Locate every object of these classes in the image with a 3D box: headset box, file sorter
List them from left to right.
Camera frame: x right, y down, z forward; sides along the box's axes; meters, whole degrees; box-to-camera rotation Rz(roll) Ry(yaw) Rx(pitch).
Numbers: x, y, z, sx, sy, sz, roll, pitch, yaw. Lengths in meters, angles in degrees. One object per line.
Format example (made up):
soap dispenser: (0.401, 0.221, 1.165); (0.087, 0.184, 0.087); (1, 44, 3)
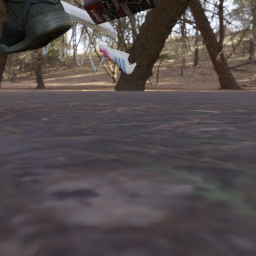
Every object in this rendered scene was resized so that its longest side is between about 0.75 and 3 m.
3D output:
file sorter: (-1.820, -2.870, 8.532); (2.357, 1.468, 1.635); (13, 29, -26)
headset box: (-0.241, -3.425, 6.847); (1.837, 1.367, 0.709); (-6, -26, 24)

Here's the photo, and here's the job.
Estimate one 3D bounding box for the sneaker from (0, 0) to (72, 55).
sneaker: (-2.091, -2.271, 5.580); (0.916, 1.372, 2.396); (-26, 12, -38)

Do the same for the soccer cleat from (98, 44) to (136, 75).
soccer cleat: (-0.266, -1.919, 7.461); (1.115, 0.481, 0.389); (41, 24, -14)
